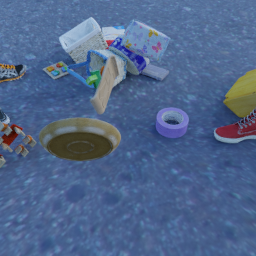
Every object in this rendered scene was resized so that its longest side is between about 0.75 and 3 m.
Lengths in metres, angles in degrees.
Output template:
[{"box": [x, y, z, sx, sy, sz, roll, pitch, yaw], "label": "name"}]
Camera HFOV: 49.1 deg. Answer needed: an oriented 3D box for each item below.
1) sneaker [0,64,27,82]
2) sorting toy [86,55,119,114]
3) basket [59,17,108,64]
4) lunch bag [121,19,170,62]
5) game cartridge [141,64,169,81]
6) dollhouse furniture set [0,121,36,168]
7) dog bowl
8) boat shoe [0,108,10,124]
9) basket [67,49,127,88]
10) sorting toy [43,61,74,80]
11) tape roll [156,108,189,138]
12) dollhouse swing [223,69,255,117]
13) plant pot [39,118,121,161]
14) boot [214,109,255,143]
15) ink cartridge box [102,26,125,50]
[{"box": [-5.789, -2.664, 13.180, 1.996, 0.771, 0.781, -25, 48, -26], "label": "sneaker"}, {"box": [-0.750, -1.369, 8.178, 0.305, 2.071, 1.531, 20, 78, 9], "label": "sorting toy"}, {"box": [-2.197, -4.311, 14.086, 2.030, 1.252, 1.376, -32, 48, 1], "label": "basket"}, {"box": [0.596, -3.357, 10.729, 1.573, 1.179, 1.855, 22, 12, -10], "label": "lunch bag"}, {"box": [1.261, -2.718, 13.634, 1.252, 0.240, 0.811, 25, 54, 23], "label": "game cartridge"}, {"box": [-4.217, 0.516, 9.555, 0.781, 1.516, 1.500, 38, 88, 35], "label": "dollhouse furniture set"}, {"box": [0.033, -3.379, 13.030, 1.906, 1.906, 0.751, 36, 83, 31], "label": "dog bowl"}, {"box": [-5.426, -0.676, 11.278, 1.710, 0.584, 0.631, 35, 54, 30], "label": "boat shoe"}, {"box": [-1.274, -2.535, 12.418, 2.270, 1.579, 2.002, -22, 47, -36], "label": "basket"}, {"box": [-3.448, -2.885, 13.789, 1.109, 0.218, 1.198, -32, 53, -28], "label": "sorting toy"}, {"box": [1.704, -0.215, 10.863, 1.218, 0.518, 1.218, 1, 44, -1], "label": "tape roll"}, {"box": [6.005, -1.050, 11.728, 2.521, 2.439, 2.774, -15, 24, 51], "label": "dollhouse swing"}, {"box": [-0.926, 0.308, 5.475, 1.588, 1.588, 0.218, -3, 60, -3], "label": "plant pot"}, {"box": [4.261, -0.253, 10.171, 2.139, 1.543, 0.774, -7, 45, -6], "label": "boot"}, {"box": [-0.685, -4.708, 15.263, 1.264, 0.732, 2.175, -7, 46, -6], "label": "ink cartridge box"}]
